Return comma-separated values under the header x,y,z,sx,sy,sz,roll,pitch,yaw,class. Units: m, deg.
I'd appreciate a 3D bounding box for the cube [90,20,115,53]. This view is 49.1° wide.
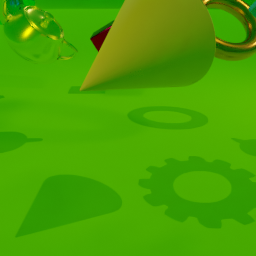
x,y,z,sx,sy,sz,roll,pitch,yaw,class
-0.623,-2.934,9.413,0.891,0.891,0.891,-26,27,15,cube

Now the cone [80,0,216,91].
x,y,z,sx,sy,sz,roll,pitch,yaw,class
-0.006,-0.800,3.307,1.470,1.470,1.476,23,50,40,cone

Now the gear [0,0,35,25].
x,y,z,sx,sy,sz,roll,pitch,yaw,class
-3.407,-3.677,7.676,1.627,1.627,0.301,-13,49,-26,gear

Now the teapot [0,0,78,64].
x,y,z,sx,sy,sz,roll,pitch,yaw,class
-1.771,-1.862,5.351,1.827,0.895,1.136,31,36,-28,teapot

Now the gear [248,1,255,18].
x,y,z,sx,sy,sz,roll,pitch,yaw,class
2.521,-1.089,3.929,2.002,0.370,2.002,29,38,-26,gear

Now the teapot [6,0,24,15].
x,y,z,sx,sy,sz,roll,pitch,yaw,class
-3.083,-3.200,7.338,0.777,1.249,0.612,41,33,3,teapot

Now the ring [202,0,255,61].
x,y,z,sx,sy,sz,roll,pitch,yaw,class
2.334,-2.505,6.787,2.046,0.409,2.046,5,65,-11,ring
